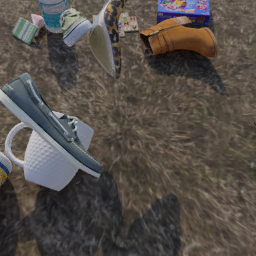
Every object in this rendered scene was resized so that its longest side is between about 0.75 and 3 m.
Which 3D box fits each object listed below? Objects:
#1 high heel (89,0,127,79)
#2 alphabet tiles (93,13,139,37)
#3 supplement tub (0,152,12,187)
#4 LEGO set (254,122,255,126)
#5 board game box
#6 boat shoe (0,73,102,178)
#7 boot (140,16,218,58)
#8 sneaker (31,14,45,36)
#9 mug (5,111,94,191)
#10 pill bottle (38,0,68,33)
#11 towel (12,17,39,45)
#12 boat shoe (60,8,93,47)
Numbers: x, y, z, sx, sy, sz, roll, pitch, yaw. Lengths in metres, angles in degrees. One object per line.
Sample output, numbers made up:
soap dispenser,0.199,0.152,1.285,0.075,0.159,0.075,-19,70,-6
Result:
high heel,-0.187,-2.992,8.135,2.077,1.041,2.914,-24,99,-37
alphabet tiles,-0.578,-4.722,12.836,2.022,0.076,1.691,-6,56,-3
supplement tub,-4.478,1.607,7.583,1.676,1.676,2.317,17,57,11
LEGO set,4.781,0.093,9.463,1.599,0.453,1.038,-28,61,-32
board game box,2.585,-5.614,13.156,2.367,0.530,1.592,6,56,4
boat shoe,-1.559,-0.018,6.392,2.950,1.074,0.911,43,75,-13
boot,2.017,-3.437,11.424,2.263,1.078,2.925,-23,49,-15
sneaker,-3.987,-4.593,12.536,0.580,0.418,1.110,-3,68,-29
mug,-2.377,0.626,8.131,2.250,1.661,1.972,21,74,-9
pill bottle,-3.165,-5.248,11.962,1.166,2.104,1.166,0,55,0
towel,-4.505,-4.266,12.267,1.154,0.135,0.880,32,95,18
boat shoe,-1.590,-2.888,7.851,0.879,0.758,2.442,-40,26,5
